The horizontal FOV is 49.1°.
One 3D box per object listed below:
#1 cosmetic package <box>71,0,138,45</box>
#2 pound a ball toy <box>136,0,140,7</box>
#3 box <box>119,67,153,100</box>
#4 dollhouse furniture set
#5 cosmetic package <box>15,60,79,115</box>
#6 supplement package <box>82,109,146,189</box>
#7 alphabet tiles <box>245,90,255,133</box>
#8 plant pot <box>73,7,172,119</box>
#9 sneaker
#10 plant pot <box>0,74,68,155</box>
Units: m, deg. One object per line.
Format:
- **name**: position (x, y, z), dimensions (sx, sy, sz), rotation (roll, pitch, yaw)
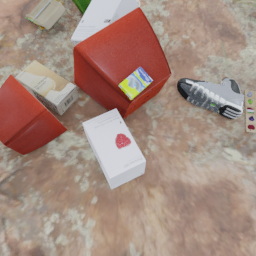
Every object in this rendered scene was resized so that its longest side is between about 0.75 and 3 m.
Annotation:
- **cosmetic package**: position (-0.885, -4.321, 11.329), dimensions (1.594, 1.146, 2.826), rotation (11, 72, 30)
- **pound a ball toy**: position (-0.071, -5.090, 12.513), dimensions (1.166, 0.760, 1.788), rotation (-7, 60, 25)
- **box**: position (0.268, -1.383, 8.502), dimensions (0.976, 0.232, 0.595), rotation (-43, 94, -15)
- **dollhouse furniture set**: position (-2.984, -5.287, 12.598), dimensions (2.686, 1.348, 1.760), rotation (-50, 51, -3)
- **cosmetic package**: position (-3.031, -1.542, 10.583), dimensions (2.121, 0.754, 1.116), rotation (32, 67, 15)
- **supplement package**: position (-0.448, 0.680, 9.175), dimensions (1.270, 1.254, 2.095), rotation (-25, 66, -12)
- **alphabet tiles**: position (5.494, -0.520, 10.450), dimensions (2.204, 0.083, 1.842), rotation (8, 63, 4)
- **plant pot**: position (-0.101, -1.939, 9.877), dimensions (2.720, 2.723, 2.399), rotation (-37, 84, -17)
- **sneaker**: position (3.177, -1.461, 10.539), dimensions (2.571, 0.964, 1.485), rotation (29, 61, 3)
- **plant pot**: position (-3.543, -0.247, 9.393), dimensions (1.945, 1.943, 1.714), rotation (42, 80, 19)
